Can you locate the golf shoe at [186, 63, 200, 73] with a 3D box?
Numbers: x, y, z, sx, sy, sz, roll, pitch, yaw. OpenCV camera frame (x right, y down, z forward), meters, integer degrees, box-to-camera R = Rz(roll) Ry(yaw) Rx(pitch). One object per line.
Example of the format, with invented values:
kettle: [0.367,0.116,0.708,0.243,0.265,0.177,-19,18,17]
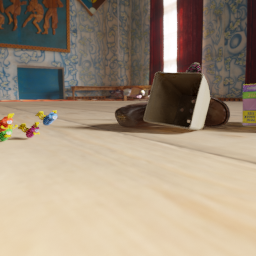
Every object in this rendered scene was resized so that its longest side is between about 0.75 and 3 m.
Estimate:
golf shoe: [2.364,-1.935,10.792,0.487,1.342,0.618,19,32,-3]

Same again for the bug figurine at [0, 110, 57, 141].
bug figurine: [-2.284,-0.038,6.138,1.481,0.381,1.149,-10,-17,-44]

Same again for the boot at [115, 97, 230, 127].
boot: [1.258,-0.421,8.912,2.938,0.944,2.738,-8,13,-29]

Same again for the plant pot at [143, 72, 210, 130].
plant pot: [1.586,-0.661,8.206,1.523,1.525,1.350,11,-7,39]

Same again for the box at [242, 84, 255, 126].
box: [5.172,-0.736,8.819,2.332,1.282,2.651,2,6,38]
